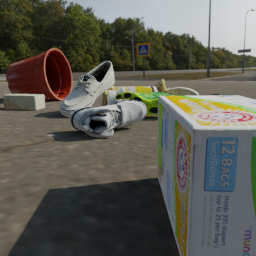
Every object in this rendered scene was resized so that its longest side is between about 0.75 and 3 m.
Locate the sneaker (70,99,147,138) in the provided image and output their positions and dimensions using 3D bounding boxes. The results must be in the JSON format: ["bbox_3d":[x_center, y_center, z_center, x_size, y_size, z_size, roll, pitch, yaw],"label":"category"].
[{"bbox_3d":[-0.360,-0.235,7.203,2.124,0.798,1.221,-9,14,-18],"label":"sneaker"}]

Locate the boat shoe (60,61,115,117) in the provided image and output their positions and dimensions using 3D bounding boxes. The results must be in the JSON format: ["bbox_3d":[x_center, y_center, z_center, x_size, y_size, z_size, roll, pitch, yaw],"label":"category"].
[{"bbox_3d":[-1.444,-1.531,10.367,1.055,0.963,2.932,27,50,24],"label":"boat shoe"}]

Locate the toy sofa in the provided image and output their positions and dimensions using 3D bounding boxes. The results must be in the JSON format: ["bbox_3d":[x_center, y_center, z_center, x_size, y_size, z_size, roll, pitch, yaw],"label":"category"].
[{"bbox_3d":[0.261,-1.257,11.866,2.724,1.329,1.128,1,34,-1],"label":"toy sofa"}]

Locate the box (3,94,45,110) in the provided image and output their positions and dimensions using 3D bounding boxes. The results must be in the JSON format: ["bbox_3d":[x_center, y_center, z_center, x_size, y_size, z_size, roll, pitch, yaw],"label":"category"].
[{"bbox_3d":[-4.395,-1.120,11.896,1.558,0.606,0.740,4,12,17],"label":"box"}]

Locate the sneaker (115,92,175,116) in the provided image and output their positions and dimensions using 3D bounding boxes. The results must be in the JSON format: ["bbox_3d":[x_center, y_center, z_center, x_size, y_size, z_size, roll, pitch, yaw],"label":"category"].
[{"bbox_3d":[0.717,-0.823,9.784,2.362,0.875,0.987,6,12,9],"label":"sneaker"}]

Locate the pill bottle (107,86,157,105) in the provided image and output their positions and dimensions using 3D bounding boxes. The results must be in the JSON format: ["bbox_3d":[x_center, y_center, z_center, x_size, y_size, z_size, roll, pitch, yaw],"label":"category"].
[{"bbox_3d":[0.156,-1.067,10.613,1.823,1.014,1.014,-2,12,-8],"label":"pill bottle"}]

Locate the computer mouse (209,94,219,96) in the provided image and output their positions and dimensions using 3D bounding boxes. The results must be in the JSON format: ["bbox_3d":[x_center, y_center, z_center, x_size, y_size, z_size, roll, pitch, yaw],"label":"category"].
[{"bbox_3d":[2.374,-0.439,7.451,0.431,0.742,2.533,4,15,7],"label":"computer mouse"}]

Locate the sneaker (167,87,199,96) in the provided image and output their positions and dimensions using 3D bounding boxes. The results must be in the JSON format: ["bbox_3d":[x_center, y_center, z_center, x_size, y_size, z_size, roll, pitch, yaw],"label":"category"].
[{"bbox_3d":[2.073,-1.478,12.871,2.441,0.915,1.031,5,17,22],"label":"sneaker"}]

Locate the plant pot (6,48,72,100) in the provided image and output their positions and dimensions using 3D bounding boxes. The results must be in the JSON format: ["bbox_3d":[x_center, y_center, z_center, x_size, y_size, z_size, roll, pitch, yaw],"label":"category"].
[{"bbox_3d":[-4.969,-2.763,15.549,2.718,2.795,2.795,-5,9,19],"label":"plant pot"}]

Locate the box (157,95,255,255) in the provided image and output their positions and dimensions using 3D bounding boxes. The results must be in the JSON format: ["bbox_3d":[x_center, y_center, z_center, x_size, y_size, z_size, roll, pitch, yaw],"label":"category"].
[{"bbox_3d":[0.992,0.352,3.007,1.142,1.267,2.253,0,13,0],"label":"box"}]
